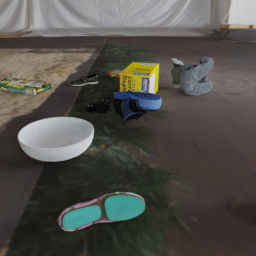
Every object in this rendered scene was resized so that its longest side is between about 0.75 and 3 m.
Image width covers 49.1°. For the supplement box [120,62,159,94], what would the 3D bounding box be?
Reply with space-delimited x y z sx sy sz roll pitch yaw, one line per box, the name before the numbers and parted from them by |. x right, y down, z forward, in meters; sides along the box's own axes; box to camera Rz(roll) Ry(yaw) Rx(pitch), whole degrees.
supplement box | 0.596 -2.194 13.352 1.387 1.378 2.532 6 26 13

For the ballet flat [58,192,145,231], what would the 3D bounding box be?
ballet flat | -0.577 1.716 6.003 1.856 0.641 0.660 -9 5 -19

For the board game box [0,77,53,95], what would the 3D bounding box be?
board game box | -5.596 -2.206 14.663 2.895 0.340 1.517 10 29 21

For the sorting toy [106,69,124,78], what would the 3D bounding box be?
sorting toy | -0.611 -3.231 16.894 0.785 0.275 1.627 18 30 33

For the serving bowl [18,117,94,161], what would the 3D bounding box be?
serving bowl | -2.142 0.403 8.548 2.224 0.732 2.224 0 26 0

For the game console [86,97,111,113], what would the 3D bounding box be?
game console | -1.118 -1.039 12.299 0.960 0.196 1.628 7 27 14

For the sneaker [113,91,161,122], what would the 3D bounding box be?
sneaker | 0.301 -0.716 10.008 0.961 1.068 2.741 -9 14 -25

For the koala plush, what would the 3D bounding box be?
koala plush | 2.913 -2.652 14.020 1.874 1.808 2.039 -25 38 -25

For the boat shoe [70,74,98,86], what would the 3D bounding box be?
boat shoe | -2.409 -2.638 15.389 1.610 0.504 0.589 -15 29 -26
